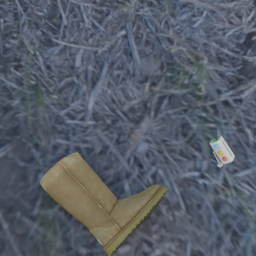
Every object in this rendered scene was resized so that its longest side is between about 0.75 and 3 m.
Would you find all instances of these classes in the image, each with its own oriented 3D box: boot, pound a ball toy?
[{"bbox_3d":[-0.658,1.634,7.672,2.415,0.912,2.758,-42,71,-17],"label":"boot"},{"bbox_3d":[2.626,0.738,8.023,0.854,0.557,0.363,56,41,-7],"label":"pound a ball toy"}]
